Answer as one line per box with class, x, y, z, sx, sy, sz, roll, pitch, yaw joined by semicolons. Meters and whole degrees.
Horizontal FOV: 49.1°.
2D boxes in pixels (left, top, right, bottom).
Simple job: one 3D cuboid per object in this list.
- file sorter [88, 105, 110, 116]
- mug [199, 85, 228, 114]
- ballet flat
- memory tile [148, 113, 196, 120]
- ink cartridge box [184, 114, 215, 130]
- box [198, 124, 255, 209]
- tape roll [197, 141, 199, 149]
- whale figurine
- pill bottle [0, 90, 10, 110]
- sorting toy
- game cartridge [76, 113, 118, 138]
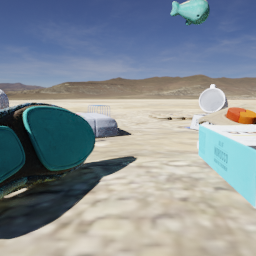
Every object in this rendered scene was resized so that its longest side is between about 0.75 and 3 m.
file sorter;-1.193;-0.654;11.432;0.637;0.563;0.918;-5;9;-32
mug;3.621;-1.126;11.666;1.044;1.414;1.240;-9;-19;28
ballet flat;-1.309;0.267;2.955;1.001;1.001;2.696;3;4;20
memory tile;2.064;-0.489;11.617;2.211;0.186;1.695;-1;7;-12
ink cartridge box;2.670;-0.114;7.493;1.225;0.483;2.464;-4;7;-24
box;1.575;0.331;3.514;0.901;0.538;2.190;0;7;1
tape roll;1.677;0.330;5.163;0.781;0.143;0.781;-1;7;0
whale figurine;2.080;-3.876;9.334;1.266;1.007;0.657;7;43;0
pill bottle;-4.551;-0.626;7.860;1.368;1.368;2.422;2;8;14
sorting toy;3.220;-0.252;6.148;2.212;0.397;2.969;20;26;39
game cartridge;-1.758;-0.058;6.924;2.806;0.574;1.868;-2;11;-17
